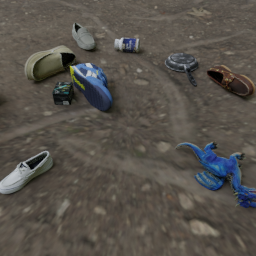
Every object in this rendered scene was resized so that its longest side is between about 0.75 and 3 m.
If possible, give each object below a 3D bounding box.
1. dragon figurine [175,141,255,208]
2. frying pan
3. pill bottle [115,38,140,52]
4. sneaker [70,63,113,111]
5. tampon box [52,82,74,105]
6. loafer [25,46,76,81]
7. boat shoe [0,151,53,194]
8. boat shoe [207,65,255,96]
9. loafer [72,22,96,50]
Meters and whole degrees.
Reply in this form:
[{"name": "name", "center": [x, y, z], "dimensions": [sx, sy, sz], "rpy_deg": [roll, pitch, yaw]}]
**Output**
[{"name": "dragon figurine", "center": [2.143, 1.034, 7.047], "dimensions": [2.473, 0.728, 1.229], "rpy_deg": [25, 47, 24]}, {"name": "frying pan", "center": [2.147, -2.489, 11.340], "dimensions": [1.399, 0.376, 2.312], "rpy_deg": [8, 39, 10]}, {"name": "pill bottle", "center": [-0.035, -3.701, 12.474], "dimensions": [1.061, 0.589, 0.589], "rpy_deg": [6, 42, 8]}, {"name": "sneaker", "center": [-1.119, -1.582, 9.829], "dimensions": [1.089, 0.979, 2.648], "rpy_deg": [-20, 46, -24]}, {"name": "tampon box", "center": [-2.245, -1.217, 9.765], "dimensions": [0.565, 0.476, 0.753], "rpy_deg": [3, 42, 3]}, {"name": "loafer", "center": [-2.964, -2.578, 10.957], "dimensions": [0.839, 0.930, 2.458], "rpy_deg": [17, 44, 27]}, {"name": "boat shoe", "center": [-2.641, 1.076, 7.178], "dimensions": [0.550, 0.488, 1.494], "rpy_deg": [30, 50, 29]}, {"name": "boat shoe", "center": [3.654, -1.685, 10.156], "dimensions": [0.697, 0.697, 1.981], "rpy_deg": [-13, 35, -21]}, {"name": "loafer", "center": [-2.098, -4.264, 12.997], "dimensions": [0.730, 0.729, 2.088], "rpy_deg": [-22, 46, -23]}]
